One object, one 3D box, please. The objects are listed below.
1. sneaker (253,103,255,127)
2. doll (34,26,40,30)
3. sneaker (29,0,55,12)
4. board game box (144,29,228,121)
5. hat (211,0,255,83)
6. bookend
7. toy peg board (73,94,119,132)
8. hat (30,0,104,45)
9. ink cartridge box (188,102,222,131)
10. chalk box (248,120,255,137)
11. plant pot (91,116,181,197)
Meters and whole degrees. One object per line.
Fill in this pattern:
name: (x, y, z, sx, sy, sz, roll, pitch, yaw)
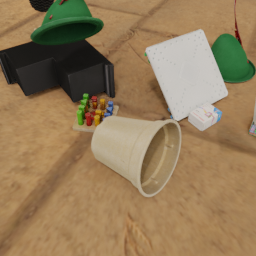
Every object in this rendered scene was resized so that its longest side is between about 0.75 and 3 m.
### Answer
sneaker: (2.841, -0.717, 5.199, 0.866, 2.379, 1.007, -5, 68, 13)
doll: (-3.455, -4.302, 12.685, 1.537, 0.372, 1.048, 21, 49, 21)
sneaker: (-2.845, -5.329, 9.462, 0.933, 2.668, 1.201, 7, 50, -8)
board game box: (1.912, -1.735, 9.042, 2.396, 0.310, 2.396, -26, 95, -24)
hat: (3.790, -3.281, 10.298, 2.115, 2.248, 2.554, -16, 47, -16)
bookend: (-2.399, -1.808, 9.448, 2.894, 1.342, 2.913, -26, 51, -23)
toy peg board: (-0.988, -0.497, 8.644, 1.221, 0.600, 1.226, 6, 45, 6)
hat: (-1.649, -3.410, 7.273, 2.197, 1.934, 1.820, -15, 4, -16)
ink cartridge box: (2.377, -0.355, 8.668, 0.848, 0.359, 0.613, -29, 52, -25)
chalk box: (3.947, -0.061, 8.231, 0.569, 0.566, 0.915, 24, 50, 20)
plant pot: (0.114, 0.484, 6.956, 1.728, 1.888, 1.888, 19, 47, 33)
